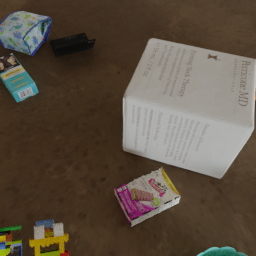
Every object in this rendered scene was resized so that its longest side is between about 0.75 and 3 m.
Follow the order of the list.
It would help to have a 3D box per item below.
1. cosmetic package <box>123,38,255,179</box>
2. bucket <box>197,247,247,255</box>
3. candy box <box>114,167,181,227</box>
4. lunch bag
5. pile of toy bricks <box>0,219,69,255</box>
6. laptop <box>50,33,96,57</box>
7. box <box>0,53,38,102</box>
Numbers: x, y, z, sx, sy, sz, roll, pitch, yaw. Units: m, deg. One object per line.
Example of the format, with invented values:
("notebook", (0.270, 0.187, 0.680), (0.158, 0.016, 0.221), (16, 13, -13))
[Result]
("cosmetic package", (1.615, -0.552, 7.799), (2.960, 2.462, 2.477), (15, 54, 9))
("bucket", (1.861, 3.374, 5.700), (1.678, 1.091, 1.678), (0, 52, 0))
("candy box", (0.497, 1.770, 7.317), (1.440, 0.439, 0.982), (-22, 55, -16))
("lunch bag", (-4.104, -3.935, 11.212), (1.517, 1.137, 1.784), (18, 65, 14))
("pile of toy bricks", (-2.762, 2.895, 6.113), (2.756, 1.529, 1.360), (-1, 80, -21))
("laptop", (-2.217, -3.423, 10.968), (1.543, 0.899, 1.741), (-18, 55, -14))
("box", (-4.056, -1.831, 10.011), (0.829, 0.495, 2.015), (-31, 59, -21))
